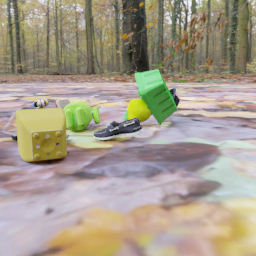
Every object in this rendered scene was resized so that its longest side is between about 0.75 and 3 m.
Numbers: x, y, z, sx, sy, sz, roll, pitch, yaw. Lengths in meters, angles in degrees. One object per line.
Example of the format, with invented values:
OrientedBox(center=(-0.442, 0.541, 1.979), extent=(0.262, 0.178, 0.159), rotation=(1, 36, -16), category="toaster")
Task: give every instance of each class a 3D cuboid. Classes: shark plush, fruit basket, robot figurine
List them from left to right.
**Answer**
OrientedBox(center=(-2.601, 0.307, 7.978), extent=(1.759, 0.799, 0.733), rotation=(-17, -15, 19), category="shark plush")
OrientedBox(center=(-1.734, -0.434, 9.704), extent=(1.475, 0.972, 1.681), rotation=(-11, 10, -1), category="robot figurine")
OrientedBox(center=(0.654, -0.941, 10.357), extent=(2.047, 2.047, 1.476), rotation=(-2, 46, -9), category="fruit basket")

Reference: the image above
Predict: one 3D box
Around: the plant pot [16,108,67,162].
OrientedBox(center=(-1.927, 0.217, 6.416), extent=(1.118, 1.111, 1.144), rotation=(-5, 17, -22), category="plant pot")

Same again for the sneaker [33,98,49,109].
OrientedBox(center=(-4.439, -1.164, 13.714), extent=(0.625, 0.520, 1.388), rotation=(-20, 5, -39), category="sneaker")

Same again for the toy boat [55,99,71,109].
OrientedBox(center=(-3.399, -1.129, 14.497), extent=(0.627, 0.626, 0.959), rotation=(-28, -8, 38), category="toy boat")

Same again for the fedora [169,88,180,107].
OrientedBox(center=(2.285, -1.386, 14.660), extent=(0.660, 1.445, 1.445), rotation=(32, 5, -14), category="fedora")

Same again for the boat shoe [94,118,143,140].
OrientedBox(center=(-0.342, 0.016, 8.115), extent=(1.577, 0.476, 0.583), rotation=(-6, 20, 29), category="boat shoe")
